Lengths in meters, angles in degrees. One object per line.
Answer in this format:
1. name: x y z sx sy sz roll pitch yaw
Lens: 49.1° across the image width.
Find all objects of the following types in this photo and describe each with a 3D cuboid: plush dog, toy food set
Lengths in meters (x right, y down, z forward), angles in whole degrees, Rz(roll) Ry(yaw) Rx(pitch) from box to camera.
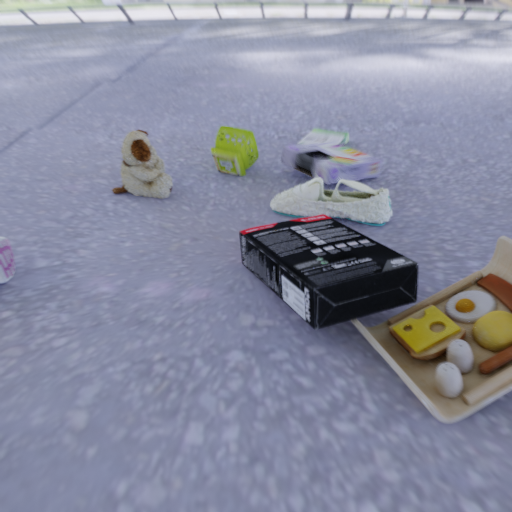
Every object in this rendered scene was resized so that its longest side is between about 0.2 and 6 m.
1. plush dog: -2.438 -1.945 11.570 1.217 1.303 1.517 -9 31 -15
2. toy food set: 2.679 0.754 6.976 2.529 0.764 1.814 -26 35 -9

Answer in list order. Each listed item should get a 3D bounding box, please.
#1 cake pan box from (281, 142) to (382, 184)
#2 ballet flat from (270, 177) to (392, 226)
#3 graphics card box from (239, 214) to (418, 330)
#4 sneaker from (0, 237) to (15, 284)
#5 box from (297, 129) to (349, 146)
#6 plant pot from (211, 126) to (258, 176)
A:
1. cake pan box: 1.641 -2.088 12.471 1.710 0.447 1.575 -12 29 -33
2. ballet flat: 1.441 -1.131 10.715 2.347 0.842 0.842 8 31 14
3. graphics card box: 0.962 0.111 8.360 1.641 0.665 2.616 -12 22 -21
4. sneaker: -4.254 0.288 8.423 0.770 0.700 1.741 -6 31 5
5. box: 1.718 -2.897 14.286 0.976 0.246 1.352 13 34 21
6. plant pot: -0.515 -2.310 12.587 0.848 0.844 0.770 15 61 21
